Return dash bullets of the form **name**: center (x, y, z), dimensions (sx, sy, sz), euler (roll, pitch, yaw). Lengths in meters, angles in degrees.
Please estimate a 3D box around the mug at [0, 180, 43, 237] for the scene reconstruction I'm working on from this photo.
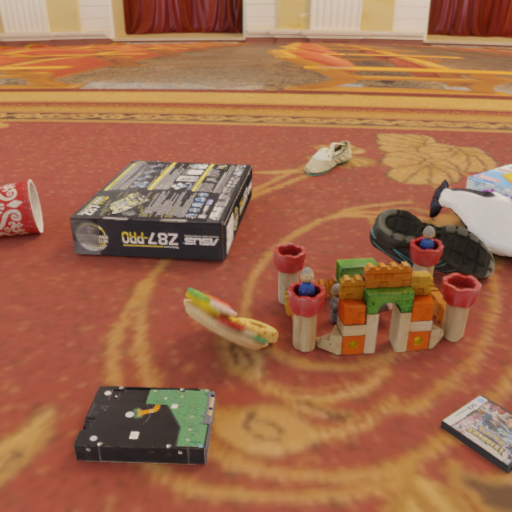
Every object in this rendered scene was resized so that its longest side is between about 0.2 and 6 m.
- **mug**: center (-5.189, -0.758, 11.196), dimensions (1.619, 1.437, 1.080), euler (-11, 64, -12)

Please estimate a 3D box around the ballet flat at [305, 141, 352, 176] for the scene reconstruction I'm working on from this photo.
- **ballet flat**: center (1.956, -2.730, 15.298), dimensions (0.674, 0.623, 1.999), euler (18, 32, 32)

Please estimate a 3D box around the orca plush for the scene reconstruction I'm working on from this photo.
- **orca plush**: center (4.556, -0.505, 10.925), dimensions (1.503, 1.016, 2.857), euler (-56, 32, -6)

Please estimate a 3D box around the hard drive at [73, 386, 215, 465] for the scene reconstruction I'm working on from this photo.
- **hard drive**: center (-1.203, 1.889, 6.320), dimensions (1.416, 0.268, 0.990), euler (0, 26, 1)

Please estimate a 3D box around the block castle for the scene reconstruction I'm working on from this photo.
- **block castle**: center (1.667, 0.392, 8.224), dimensions (2.690, 1.262, 1.798), euler (-2, 26, -6)

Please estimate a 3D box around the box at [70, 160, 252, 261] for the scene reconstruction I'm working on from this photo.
- **box**: center (-1.738, -1.081, 11.653), dimensions (2.924, 0.891, 3.628), euler (4, 26, 5)

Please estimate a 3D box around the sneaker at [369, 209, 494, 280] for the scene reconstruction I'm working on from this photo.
- **sneaker**: center (3.027, -0.139, 9.756), dimensions (2.213, 0.877, 0.834), euler (24, 63, 1)

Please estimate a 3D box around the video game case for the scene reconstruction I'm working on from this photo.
- **video game case**: center (2.677, 1.977, 6.321), dimensions (0.779, 0.110, 0.862), euler (-18, 31, -32)

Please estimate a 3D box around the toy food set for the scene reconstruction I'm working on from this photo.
- **toy food set**: center (-0.373, 0.870, 7.602), dimensions (1.339, 0.326, 1.325), euler (29, 0, 18)

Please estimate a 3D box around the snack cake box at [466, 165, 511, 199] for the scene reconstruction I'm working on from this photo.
- **snack cake box**: center (5.872, -0.927, 11.238), dimensions (1.651, 0.964, 2.871), euler (-20, 33, -33)

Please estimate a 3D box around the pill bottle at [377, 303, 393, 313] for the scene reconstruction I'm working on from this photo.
- **pill bottle**: center (1.860, 0.679, 8.366), dimensions (0.548, 0.328, 0.328), euler (-17, 23, 15)
